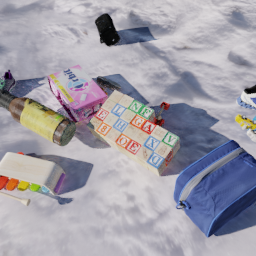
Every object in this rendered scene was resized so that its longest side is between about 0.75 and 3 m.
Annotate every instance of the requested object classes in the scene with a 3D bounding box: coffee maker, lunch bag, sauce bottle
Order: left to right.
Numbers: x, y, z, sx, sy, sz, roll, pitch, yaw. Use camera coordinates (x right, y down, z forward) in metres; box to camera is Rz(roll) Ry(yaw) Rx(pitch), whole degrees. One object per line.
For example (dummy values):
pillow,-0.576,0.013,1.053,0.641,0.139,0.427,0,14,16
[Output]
sauce bottle,-3.086,-0.422,9.082,2.891,0.935,0.935,27,53,11
coffee maker,-1.025,-4.837,13.333,0.960,1.368,1.425,-15,49,-5
lunch bag,2.308,1.550,7.458,2.436,1.655,1.612,-27,53,-20

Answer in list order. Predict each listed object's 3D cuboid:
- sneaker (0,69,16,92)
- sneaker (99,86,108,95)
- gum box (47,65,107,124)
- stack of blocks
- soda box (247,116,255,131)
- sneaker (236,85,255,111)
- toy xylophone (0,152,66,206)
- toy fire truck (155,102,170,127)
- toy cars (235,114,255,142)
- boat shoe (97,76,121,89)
sneaker,-4.940,-1.608,10.921,0.581,0.683,1.562,5,48,5
sneaker,-1.162,-1.509,11.115,0.345,0.326,0.895,-34,67,-30
gum box,-1.877,-1.277,10.537,1.362,0.794,2.400,-26,53,-23
stack of blocks,0.272,0.110,9.000,2.762,0.809,1.590,31,73,24
soda box,5.267,0.261,9.217,2.322,0.745,0.788,34,57,28
sneaker,4.935,-1.084,10.273,1.658,0.957,0.670,17,52,14
toy xylophone,-3.078,1.470,8.264,2.204,0.554,1.614,18,51,15
toy fire truck,1.072,-0.311,9.705,0.268,0.776,1.101,24,52,21
toy cars,3.890,0.110,8.811,0.660,1.472,0.326,5,58,57
boat shoe,-0.786,-1.777,11.376,1.123,0.320,0.375,28,24,18
